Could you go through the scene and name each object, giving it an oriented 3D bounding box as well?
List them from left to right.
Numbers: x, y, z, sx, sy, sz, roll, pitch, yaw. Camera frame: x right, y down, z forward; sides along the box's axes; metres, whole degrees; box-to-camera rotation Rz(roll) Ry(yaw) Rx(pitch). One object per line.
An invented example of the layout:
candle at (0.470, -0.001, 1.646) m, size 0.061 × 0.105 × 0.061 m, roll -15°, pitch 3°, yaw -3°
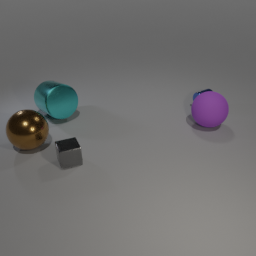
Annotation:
ball at (-3.443, 0.059, 9.629) m, size 1.400 × 1.400 × 1.400 m, roll 0°, pitch 31°, yaw 0°
cylinder at (-2.982, -1.190, 11.584) m, size 1.400 × 1.400 × 1.400 m, roll -21°, pitch 26°, yaw -31°
cube at (-1.920, 0.820, 9.096) m, size 0.700 × 0.700 × 0.700 m, roll -13°, pitch 33°, yaw -20°
cylinder at (3.347, -1.314, 12.352) m, size 0.700 × 0.700 × 0.700 m, roll -19°, pitch 35°, yaw -21°
ball at (3.174, -0.721, 10.882) m, size 1.400 × 1.400 × 1.400 m, roll 0°, pitch 31°, yaw 0°
